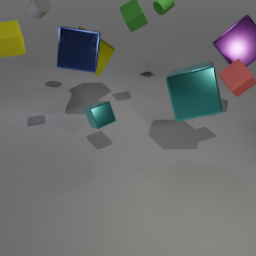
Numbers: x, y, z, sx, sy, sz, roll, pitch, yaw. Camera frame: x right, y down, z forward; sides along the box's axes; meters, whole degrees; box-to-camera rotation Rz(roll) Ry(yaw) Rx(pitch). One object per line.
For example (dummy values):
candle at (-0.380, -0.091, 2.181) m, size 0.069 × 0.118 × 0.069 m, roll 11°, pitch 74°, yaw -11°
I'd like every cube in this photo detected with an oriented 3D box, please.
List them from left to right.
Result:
cube at (-3.452, -2.587, 8.141) m, size 0.700 × 0.700 × 0.700 m, roll -12°, pitch 58°, yaw -10°
cube at (-1.775, -2.919, 10.367) m, size 1.400 × 1.400 × 1.400 m, roll 7°, pitch 18°, yaw -6°
cube at (-1.695, -3.332, 12.212) m, size 1.400 × 1.400 × 1.400 m, roll 26°, pitch 10°, yaw -38°
cube at (-0.918, -0.435, 9.160) m, size 0.700 × 0.700 × 0.700 m, roll -25°, pitch 17°, yaw -23°
cube at (0.207, -4.010, 9.979) m, size 0.700 × 0.700 × 0.700 m, roll -25°, pitch 71°, yaw 12°
cube at (2.066, -1.173, 8.741) m, size 1.400 × 1.400 × 1.400 m, roll -11°, pitch 16°, yaw 17°
cube at (3.210, -1.450, 8.185) m, size 0.700 × 0.700 × 0.700 m, roll 15°, pitch 43°, yaw -54°
cube at (4.069, -3.026, 10.167) m, size 1.400 × 1.400 × 1.400 m, roll 50°, pitch 23°, yaw -4°

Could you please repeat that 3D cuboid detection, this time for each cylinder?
cylinder at (-3.580, -4.846, 11.222) m, size 0.700 × 0.700 × 0.700 m, roll -31°, pitch 13°, yaw -40°
cylinder at (1.605, -5.540, 12.516) m, size 0.700 × 0.700 × 0.700 m, roll -42°, pitch 44°, yaw -10°
